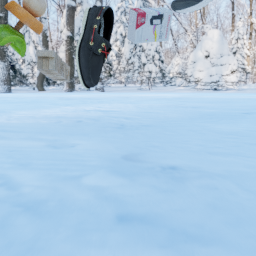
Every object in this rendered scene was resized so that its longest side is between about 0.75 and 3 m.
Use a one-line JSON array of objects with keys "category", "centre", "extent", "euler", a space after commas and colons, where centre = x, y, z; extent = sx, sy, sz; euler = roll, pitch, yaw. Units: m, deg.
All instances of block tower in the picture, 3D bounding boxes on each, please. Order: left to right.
[{"category": "block tower", "centre": [-2.618, -2.143, 9.970], "extent": [0.615, 0.658, 2.277], "euler": [1, -2, 1]}]

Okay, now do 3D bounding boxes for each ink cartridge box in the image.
[{"category": "ink cartridge box", "centre": [0.820, -3.851, 10.484], "extent": [1.548, 1.128, 0.641], "euler": [-13, 39, -25]}]

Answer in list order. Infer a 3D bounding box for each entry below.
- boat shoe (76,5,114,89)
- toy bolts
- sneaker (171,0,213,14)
[{"category": "boat shoe", "centre": [-0.805, -2.104, 7.170], "extent": [0.715, 2.282, 0.835], "euler": [1, -15, 21]}, {"category": "toy bolts", "centre": [-3.174, -3.034, 6.480], "extent": [2.087, 1.515, 2.185], "euler": [41, 7, 23]}, {"category": "sneaker", "centre": [1.917, -3.589, 6.838], "extent": [2.025, 0.857, 0.754], "euler": [-26, 37, 12]}]
